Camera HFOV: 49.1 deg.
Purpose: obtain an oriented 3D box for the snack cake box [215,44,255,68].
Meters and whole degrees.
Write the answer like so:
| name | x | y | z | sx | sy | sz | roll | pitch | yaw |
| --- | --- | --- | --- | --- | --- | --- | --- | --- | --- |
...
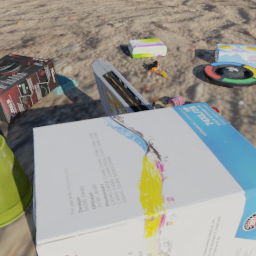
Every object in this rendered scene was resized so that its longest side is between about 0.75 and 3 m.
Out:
| name | x | y | z | sx | sy | sz | roll | pitch | yaw |
| --- | --- | --- | --- | --- | --- | --- | --- | --- | --- |
| snack cake box | 4.579 | -2.955 | 11.440 | 1.874 | 0.630 | 1.078 | 5 | 33 | 8 |

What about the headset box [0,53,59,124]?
| name | x | y | z | sx | sy | sz | roll | pitch | yaw |
| --- | --- | --- | --- | --- | --- | --- | --- | --- | --- |
| headset box | -3.648 | -1.217 | 8.406 | 1.879 | 0.948 | 2.528 | 14 | 42 | 23 |

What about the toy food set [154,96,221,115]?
| name | x | y | z | sx | sy | sz | roll | pitch | yaw |
| --- | --- | --- | --- | --- | --- | --- | --- | --- | --- |
| toy food set | 1.762 | -0.533 | 8.115 | 2.059 | 0.324 | 1.309 | 7 | 35 | 10 |

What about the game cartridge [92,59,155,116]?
| name | x | y | z | sx | sy | sz | roll | pitch | yaw |
| --- | --- | --- | --- | --- | --- | --- | --- | --- | --- |
| game cartridge | 0.065 | -0.237 | 6.291 | 0.529 | 1.695 | 2.546 | -29 | 56 | -17 |

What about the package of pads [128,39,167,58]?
| name | x | y | z | sx | sy | sz | roll | pitch | yaw |
| --- | --- | --- | --- | --- | --- | --- | --- | --- | --- |
| package of pads | 0.830 | -3.561 | 12.447 | 1.507 | 0.514 | 1.164 | -6 | 34 | -9 |

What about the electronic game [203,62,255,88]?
| name | x | y | z | sx | sy | sz | roll | pitch | yaw |
| --- | --- | --- | --- | --- | --- | --- | --- | --- | --- |
| electronic game | 3.786 | -1.983 | 10.180 | 2.050 | 0.427 | 2.050 | 0 | 34 | 0 |

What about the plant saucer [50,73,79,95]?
| name | x | y | z | sx | sy | sz | roll | pitch | yaw |
| --- | --- | --- | --- | --- | --- | --- | --- | --- | --- |
| plant saucer | -3.192 | -1.854 | 10.152 | 2.927 | 0.278 | 1.023 | 22 | 41 | 28 |

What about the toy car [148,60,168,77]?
| name | x | y | z | sx | sy | sz | roll | pitch | yaw |
| --- | --- | --- | --- | --- | --- | --- | --- | --- | --- |
| toy car | 1.131 | -2.141 | 10.680 | 0.339 | 0.500 | 1.020 | 28 | 30 | -46 |

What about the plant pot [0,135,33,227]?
| name | x | y | z | sx | sy | sz | roll | pitch | yaw |
| --- | --- | --- | --- | --- | --- | --- | --- | --- | --- |
| plant pot | -2.570 | 0.862 | 5.124 | 1.409 | 1.356 | 1.409 | 0 | 35 | 0 |

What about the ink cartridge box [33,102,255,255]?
| name | x | y | z | sx | sy | sz | roll | pitch | yaw |
| --- | --- | --- | --- | --- | --- | --- | --- | --- | --- |
| ink cartridge box | 0.215 | 1.123 | 4.087 | 2.803 | 2.057 | 2.047 | -9 | 35 | -14 |
